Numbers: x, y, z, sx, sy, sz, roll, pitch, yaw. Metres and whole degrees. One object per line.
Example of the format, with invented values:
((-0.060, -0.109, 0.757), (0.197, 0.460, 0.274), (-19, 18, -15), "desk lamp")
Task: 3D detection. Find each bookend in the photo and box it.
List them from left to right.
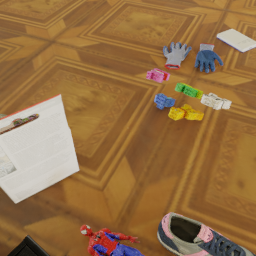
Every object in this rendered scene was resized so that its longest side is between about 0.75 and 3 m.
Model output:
((-2.321, 2.615, 4.885), (2.004, 0.929, 2.016), (30, 53, 26), "bookend")

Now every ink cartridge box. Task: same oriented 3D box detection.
((-1.957, 0.358, 5.508), (1.623, 2.978, 0.750), (-27, 63, -19), "ink cartridge box")

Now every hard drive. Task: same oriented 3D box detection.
((4.350, -3.500, 11.158), (0.891, 0.171, 1.350), (-25, 51, -22), "hard drive")

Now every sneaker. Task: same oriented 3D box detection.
((1.556, 2.244, 5.277), (2.089, 0.857, 0.733), (17, 49, 15), "sneaker")

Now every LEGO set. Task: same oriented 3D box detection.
((1.383, -0.777, 7.861), (2.542, 0.970, 1.043), (31, 29, 30), "LEGO set")

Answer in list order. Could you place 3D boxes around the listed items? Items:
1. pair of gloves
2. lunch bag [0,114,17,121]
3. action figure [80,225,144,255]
((2.358, -2.623, 10.299), (2.210, 0.252, 1.777), (9, 49, 10), "pair of gloves")
((-3.597, 0.097, 7.436), (1.146, 0.674, 0.940), (19, 49, 11), "lunch bag")
((-0.102, 2.410, 5.332), (2.073, 0.536, 0.678), (20, 52, 28), "action figure")
